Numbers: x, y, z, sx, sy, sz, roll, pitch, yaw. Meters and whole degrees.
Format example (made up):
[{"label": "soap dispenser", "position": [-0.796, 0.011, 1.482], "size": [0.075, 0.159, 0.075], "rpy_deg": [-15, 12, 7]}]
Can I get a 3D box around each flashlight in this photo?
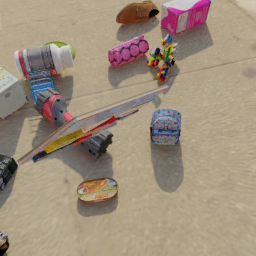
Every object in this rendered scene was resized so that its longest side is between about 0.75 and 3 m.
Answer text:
[{"label": "flashlight", "position": [-1.724, -0.239, 8.933], "size": [2.842, 0.962, 0.966], "rpy_deg": [31, 41, 22]}]

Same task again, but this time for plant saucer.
[{"label": "plant saucer", "position": [-3.052, -3.130, 11.659], "size": [1.711, 0.266, 1.711], "rpy_deg": [0, 51, -1]}]

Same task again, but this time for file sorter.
[{"label": "file sorter", "position": [-3.088, -1.481, 10.073], "size": [0.779, 0.689, 1.122], "rpy_deg": [-14, 52, -12]}]

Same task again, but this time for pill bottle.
[{"label": "pill bottle", "position": [-3.117, -2.530, 10.580], "size": [1.993, 1.103, 1.103], "rpy_deg": [-13, 53, -6]}]

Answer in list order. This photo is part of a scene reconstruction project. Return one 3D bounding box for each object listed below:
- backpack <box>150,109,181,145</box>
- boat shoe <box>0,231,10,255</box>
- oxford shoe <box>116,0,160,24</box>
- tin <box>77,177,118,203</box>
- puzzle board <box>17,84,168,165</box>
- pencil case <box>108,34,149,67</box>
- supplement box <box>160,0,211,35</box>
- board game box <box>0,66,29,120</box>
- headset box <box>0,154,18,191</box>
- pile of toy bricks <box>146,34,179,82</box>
[{"label": "backpack", "position": [1.179, -0.063, 8.675], "size": [1.001, 1.096, 0.737], "rpy_deg": [5, 51, 3]}, {"label": "boat shoe", "position": [-3.269, 2.829, 6.657], "size": [0.794, 0.793, 2.194], "rpy_deg": [-6, 61, -10]}, {"label": "oxford shoe", "position": [0.501, -5.343, 13.099], "size": [2.319, 0.827, 0.826], "rpy_deg": [-29, 62, -23]}, {"label": "tin", "position": [-0.841, 1.739, 7.810], "size": [1.145, 0.240, 0.641], "rpy_deg": [-7, 48, -6]}, {"label": "puzzle board", "position": [-0.571, -0.073, 5.484], "size": [2.677, 2.017, 0.233], "rpy_deg": [-27, 88, -49]}, {"label": "pencil case", "position": [0.006, -3.140, 11.323], "size": [1.707, 0.800, 0.775], "rpy_deg": [-32, 57, -22]}, {"label": "supplement box", "position": [2.620, -5.277, 12.858], "size": [2.061, 1.065, 1.043], "rpy_deg": [-27, 57, -21]}, {"label": "board game box", "position": [-4.704, -1.484, 9.699], "size": [2.161, 1.113, 1.133], "rpy_deg": [35, 64, 21]}, {"label": "headset box", "position": [-3.899, 1.202, 8.065], "size": [1.022, 0.474, 0.890], "rpy_deg": [13, 53, 11]}, {"label": "pile of toy bricks", "position": [1.185, -2.761, 11.067], "size": [0.980, 1.102, 1.986], "rpy_deg": [-9, 51, 45]}]
